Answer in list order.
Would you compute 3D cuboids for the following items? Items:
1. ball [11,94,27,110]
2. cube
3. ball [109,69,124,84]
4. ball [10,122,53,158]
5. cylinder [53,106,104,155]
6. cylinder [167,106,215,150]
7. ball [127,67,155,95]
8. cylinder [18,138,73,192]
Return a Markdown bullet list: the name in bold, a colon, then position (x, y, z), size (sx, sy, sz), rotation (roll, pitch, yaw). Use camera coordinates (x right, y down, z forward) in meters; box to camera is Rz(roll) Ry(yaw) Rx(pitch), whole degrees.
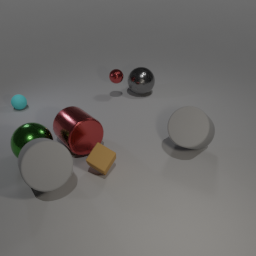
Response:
- **ball**: position (-5.097, -1.215, 13.097), size (0.700, 0.700, 0.700), rotation (0, 32, 0)
- **cube**: position (-0.852, 0.999, 9.021), size (0.700, 0.700, 0.700), rotation (30, 73, 8)
- **ball**: position (-0.567, -2.504, 13.567), size (0.700, 0.700, 0.700), rotation (0, 32, 0)
- **ball**: position (-3.278, 0.508, 9.611), size (1.400, 1.400, 1.400), rotation (0, 32, 0)
- **cylinder**: position (-1.829, 0.074, 10.240), size (1.400, 1.400, 1.400), rotation (-20, 33, -30)
- **cylinder**: position (2.244, 0.030, 9.831), size (1.400, 1.400, 1.400), rotation (17, 0, 25)
- **ball**: position (0.674, -2.408, 14.324), size (1.400, 1.400, 1.400), rotation (0, 32, 0)
- **cylinder**: position (-2.444, 1.021, 8.189), size (1.400, 1.400, 1.400), rotation (-15, 7, -23)
